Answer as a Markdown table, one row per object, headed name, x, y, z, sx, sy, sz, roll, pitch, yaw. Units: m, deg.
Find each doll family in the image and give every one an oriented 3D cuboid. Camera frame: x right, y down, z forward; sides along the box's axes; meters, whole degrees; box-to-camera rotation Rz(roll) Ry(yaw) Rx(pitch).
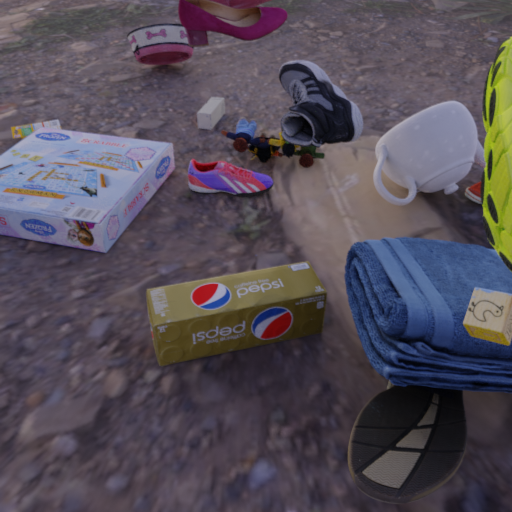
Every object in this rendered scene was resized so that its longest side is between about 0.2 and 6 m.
| name | x | y | z | sx | sy | sz | roll | pitch | yaw |
| --- | --- | --- | --- | --- | --- | --- | --- | --- | --- |
| doll family | 0.381 | -2.525 | 12.484 | 2.281 | 0.895 | 1.318 | 1 | 41 | 9 |

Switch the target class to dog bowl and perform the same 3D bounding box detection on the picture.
| name | x | y | z | sx | sy | sz | roll | pitch | yaw |
| --- | --- | --- | --- | --- | --- | --- | --- | --- | --- |
| dog bowl | -2.797 | -6.304 | 16.837 | 2.029 | 0.748 | 2.029 | -7 | 6 | 1 |

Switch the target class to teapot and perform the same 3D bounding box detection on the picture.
| name | x | y | z | sx | sy | sz | roll | pitch | yaw |
| --- | --- | --- | --- | --- | --- | --- | --- | --- | --- |
| teapot | 3.467 | -1.912 | 11.056 | 2.114 | 1.544 | 2.086 | -27 | -10 | 24 |

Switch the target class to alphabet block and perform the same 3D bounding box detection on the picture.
| name | x | y | z | sx | sy | sz | roll | pitch | yaw |
| --- | --- | --- | --- | --- | --- | --- | --- | --- | --- |
| alphabet block | 1.956 | 0.502 | 4.646 | 0.336 | 0.337 | 0.344 | 11 | 71 | 39 |

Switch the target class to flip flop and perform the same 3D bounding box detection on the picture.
| name | x | y | z | sx | sy | sz | roll | pitch | yaw |
| --- | --- | --- | --- | --- | --- | --- | --- | --- | --- |
| flip flop | 1.864 | 1.956 | 6.705 | 1.161 | 0.824 | 2.862 | 16 | 25 | 17 |

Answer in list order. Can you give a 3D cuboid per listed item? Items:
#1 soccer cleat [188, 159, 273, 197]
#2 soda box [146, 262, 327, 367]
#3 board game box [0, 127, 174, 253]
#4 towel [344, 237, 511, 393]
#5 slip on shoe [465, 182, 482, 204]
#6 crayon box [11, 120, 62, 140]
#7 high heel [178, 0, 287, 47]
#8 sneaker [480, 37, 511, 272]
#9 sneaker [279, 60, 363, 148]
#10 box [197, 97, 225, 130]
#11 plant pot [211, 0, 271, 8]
| name | x | y | z | sx | sy | sz | roll | pitch | yaw |
| --- | --- | --- | --- | --- | --- | --- | --- | --- | --- |
| soccer cleat | -0.522 | -1.612 | 11.389 | 1.755 | 0.642 | 0.598 | 3 | 38 | 4 |
| soda box | -0.282 | 0.807 | 8.073 | 2.471 | 0.837 | 0.791 | -9 | 38 | -13 |
| board game box | -3.732 | -1.465 | 11.165 | 3.248 | 0.668 | 3.240 | 10 | 39 | 13 |
| towel | 3.781 | 0.812 | 7.357 | 4.993 | 1.212 | 2.788 | 4 | 24 | -3 |
| slip on shoe | 4.935 | -1.477 | 11.314 | 1.740 | 0.532 | 0.644 | -18 | 43 | -20 |
| crayon box | -5.219 | -2.913 | 13.381 | 1.110 | 0.286 | 0.698 | -14 | 39 | -18 |
| high heel | -0.381 | -4.242 | 9.751 | 1.900 | 0.913 | 0.641 | -17 | 59 | -5 |
| sneaker | 2.982 | -1.122 | 5.738 | 1.195 | 1.059 | 2.859 | 6 | 67 | 13 |
| sneaker | 0.799 | -2.640 | 9.724 | 1.203 | 0.798 | 2.115 | -24 | 59 | -28 |
| box | -1.130 | -3.616 | 14.177 | 0.371 | 0.446 | 1.086 | 10 | 37 | 13 |
| plant pot | -0.313 | -5.167 | 10.434 | 1.205 | 1.347 | 1.347 | -6 | 37 | 2 |
